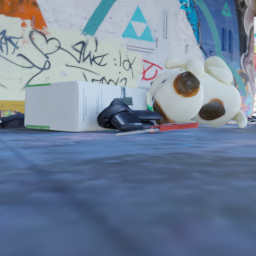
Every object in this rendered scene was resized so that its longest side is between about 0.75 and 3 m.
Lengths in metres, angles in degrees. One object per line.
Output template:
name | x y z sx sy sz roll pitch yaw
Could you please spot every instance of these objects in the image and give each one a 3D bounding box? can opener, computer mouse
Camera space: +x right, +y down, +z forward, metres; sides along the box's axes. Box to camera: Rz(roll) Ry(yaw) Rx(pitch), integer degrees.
can opener | 0.105 -0.161 6.432 0.689 0.854 2.173 -42 -20 23
computer mouse | -3.506 -0.215 8.401 1.122 0.427 1.621 1 2 40

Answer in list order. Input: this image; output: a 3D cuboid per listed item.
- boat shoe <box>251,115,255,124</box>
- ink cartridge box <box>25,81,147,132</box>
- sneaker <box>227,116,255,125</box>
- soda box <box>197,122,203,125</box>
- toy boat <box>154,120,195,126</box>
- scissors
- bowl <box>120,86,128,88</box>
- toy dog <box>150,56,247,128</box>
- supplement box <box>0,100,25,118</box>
boat shoe | 6.002 -0.348 12.114 0.474 0.404 1.419 -2 3 -41
ink cartridge box | -0.976 -0.518 7.268 1.935 1.096 2.640 2 3 36
sneaker | 5.021 -0.456 12.212 1.398 0.612 0.516 1 2 23
soda box | 3.085 -0.351 12.607 0.349 0.376 1.100 0 2 1
toy boat | 1.719 -0.595 10.080 1.607 1.051 1.049 -1 3 -31
scissors | 0.508 0.037 5.605 2.128 0.148 0.779 -8 6 -31
bowl | -0.503 -1.225 15.944 2.123 2.123 1.142 0 -12 -7
toy dog | 1.841 -0.826 8.254 2.939 2.849 2.051 -4 -36 -43
supplement box | -4.276 -0.465 9.081 2.665 0.887 0.917 0 -1 -27
